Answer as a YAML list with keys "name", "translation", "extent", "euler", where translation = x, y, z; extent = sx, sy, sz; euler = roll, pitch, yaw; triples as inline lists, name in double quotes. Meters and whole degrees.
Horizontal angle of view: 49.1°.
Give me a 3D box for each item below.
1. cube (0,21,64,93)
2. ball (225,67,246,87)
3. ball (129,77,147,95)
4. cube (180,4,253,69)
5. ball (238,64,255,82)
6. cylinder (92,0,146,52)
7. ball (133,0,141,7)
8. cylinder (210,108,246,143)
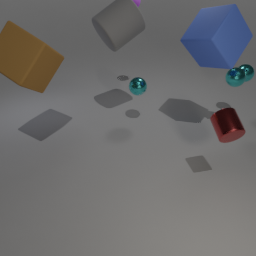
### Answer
- name: "cube"
  translation: [-3.090, -2.094, 8.537]
  extent: [1.400, 1.400, 1.400]
  euler: [33, 4, 9]
- name: "ball"
  translation: [3.890, -1.835, 10.124]
  extent: [0.700, 0.700, 0.700]
  euler: [0, 33, 0]
- name: "ball"
  translation: [0.382, -1.605, 10.792]
  extent: [0.700, 0.700, 0.700]
  euler: [0, 33, 0]
- name: "cube"
  translation: [2.885, -2.938, 9.157]
  extent: [1.400, 1.400, 1.400]
  euler: [-56, 35, -7]
- name: "ball"
  translation: [4.637, -2.180, 11.107]
  extent: [0.700, 0.700, 0.700]
  euler: [0, 33, 0]
- name: "cylinder"
  translation: [-0.333, -3.695, 9.960]
  extent: [1.400, 1.400, 1.400]
  euler: [-38, 42, -4]
- name: "ball"
  translation: [0.170, -5.279, 11.610]
  extent: [0.700, 0.700, 0.700]
  euler: [0, 33, 0]
- name: "cylinder"
  translation: [2.630, -0.067, 7.413]
  extent: [0.700, 0.700, 0.700]
  euler: [-7, 60, -11]
